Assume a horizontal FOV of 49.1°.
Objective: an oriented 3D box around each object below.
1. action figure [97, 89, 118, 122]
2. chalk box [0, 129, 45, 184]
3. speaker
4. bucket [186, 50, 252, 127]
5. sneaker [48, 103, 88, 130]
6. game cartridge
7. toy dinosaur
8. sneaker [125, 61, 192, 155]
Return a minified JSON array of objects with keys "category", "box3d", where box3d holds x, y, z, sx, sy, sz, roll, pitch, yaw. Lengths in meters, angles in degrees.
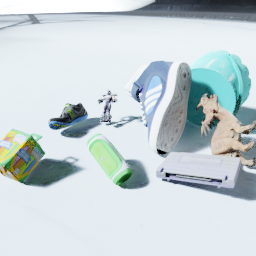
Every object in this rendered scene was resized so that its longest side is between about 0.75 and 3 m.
[{"category":"action figure","box3d":[-0.607,-0.685,8.412,0.670,1.030,0.357,-3,-11,38]},{"category":"chalk box","box3d":[-2.362,0.505,6.143,0.693,0.688,1.110,13,55,29]},{"category":"speaker","box3d":[-0.418,0.665,6.080,0.514,0.514,1.162,-21,59,-35]},{"category":"bucket","box3d":[2.466,-1.108,8.275,2.117,2.117,1.378,17,37,29]},{"category":"sneaker","box3d":[-1.776,-0.366,8.133,0.556,0.650,1.569,-18,9,33]},{"category":"game cartridge","box3d":[1.535,0.870,6.053,1.610,0.309,1.044,3,16,29]},{"category":"toy dinosaur","box3d":[2.307,0.253,6.767,1.408,0.892,2.078,0,62,26]},{"category":"sneaker","box3d":[0.607,-0.613,7.632,1.022,2.536,1.857,22,-10,-42]}]
